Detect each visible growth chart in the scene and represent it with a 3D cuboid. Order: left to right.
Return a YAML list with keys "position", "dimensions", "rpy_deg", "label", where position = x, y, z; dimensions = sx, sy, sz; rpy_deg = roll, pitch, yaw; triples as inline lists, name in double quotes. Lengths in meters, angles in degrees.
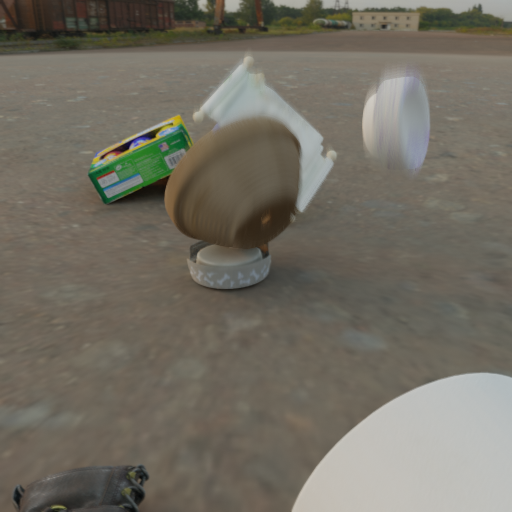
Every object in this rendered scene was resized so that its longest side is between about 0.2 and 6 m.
- position: [0.175, -1.970, 9.621]
  dimensions: [1.873, 2.589, 0.230]
  rpy_deg: [-47, 7, -20]
  label: "growth chart"

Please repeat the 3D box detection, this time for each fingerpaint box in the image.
- position: [-2.242, -1.973, 11.158]
  dimensions: [1.978, 0.725, 1.650]
  rpy_deg: [-24, 25, 2]
  label: "fingerpaint box"

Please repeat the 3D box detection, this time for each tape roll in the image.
- position: [1.160, 1.642, 2.685]
  dimensions: [1.792, 1.792, 1.230]
  rpy_deg: [-8, 26, -18]
  label: "tape roll"

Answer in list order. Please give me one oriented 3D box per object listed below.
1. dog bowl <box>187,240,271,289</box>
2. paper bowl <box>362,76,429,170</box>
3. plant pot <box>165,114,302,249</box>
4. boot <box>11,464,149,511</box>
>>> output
- position: [-0.370, 0.082, 7.804]
  dimensions: [1.234, 0.362, 1.234]
  rpy_deg: [-1, 21, 0]
  label: "dog bowl"
- position: [1.712, -1.626, 6.947]
  dimensions: [0.575, 1.106, 1.106]
  rpy_deg: [5, 23, 34]
  label: "paper bowl"
- position: [-0.093, -0.759, 7.306]
  dimensions: [2.005, 2.005, 0.925]
  rpy_deg: [-18, 57, -34]
  label: "plant pot"
- position: [-0.910, 1.913, 3.514]
  dimensions: [1.758, 0.609, 1.531]
  rpy_deg: [-2, 25, 2]
  label: "boot"
